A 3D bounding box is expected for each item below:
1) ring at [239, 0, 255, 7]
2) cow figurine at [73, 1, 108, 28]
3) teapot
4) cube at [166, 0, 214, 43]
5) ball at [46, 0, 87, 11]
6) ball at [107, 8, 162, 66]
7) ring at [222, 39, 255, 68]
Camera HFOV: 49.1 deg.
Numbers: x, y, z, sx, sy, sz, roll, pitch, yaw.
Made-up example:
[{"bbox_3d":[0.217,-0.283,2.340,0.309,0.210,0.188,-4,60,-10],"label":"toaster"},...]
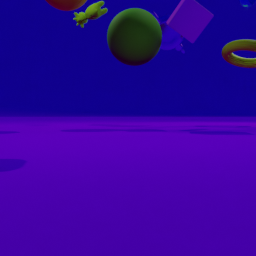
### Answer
[{"bbox_3d":[3.182,-3.801,7.281,0.245,1.227,1.227,19,14,38],"label":"ring"},{"bbox_3d":[-1.470,-4.341,10.708,1.141,0.637,1.160,-36,25,-15],"label":"cow figurine"},{"bbox_3d":[1.397,-3.241,9.613,1.145,1.841,0.902,-37,15,21],"label":"teapot"},{"bbox_3d":[1.464,-2.621,6.756,0.757,0.757,0.757,33,23,-10],"label":"cube"},{"bbox_3d":[-1.343,-3.110,5.962,1.141,1.141,1.141,0,2,0],"label":"ball"},{"bbox_3d":[0.155,-2.157,6.703,1.312,1.312,1.312,0,2,0],"label":"ball"},{"bbox_3d":[3.930,-2.418,9.231,1.638,0.328,1.638,15,-7,2],"label":"ring"}]
